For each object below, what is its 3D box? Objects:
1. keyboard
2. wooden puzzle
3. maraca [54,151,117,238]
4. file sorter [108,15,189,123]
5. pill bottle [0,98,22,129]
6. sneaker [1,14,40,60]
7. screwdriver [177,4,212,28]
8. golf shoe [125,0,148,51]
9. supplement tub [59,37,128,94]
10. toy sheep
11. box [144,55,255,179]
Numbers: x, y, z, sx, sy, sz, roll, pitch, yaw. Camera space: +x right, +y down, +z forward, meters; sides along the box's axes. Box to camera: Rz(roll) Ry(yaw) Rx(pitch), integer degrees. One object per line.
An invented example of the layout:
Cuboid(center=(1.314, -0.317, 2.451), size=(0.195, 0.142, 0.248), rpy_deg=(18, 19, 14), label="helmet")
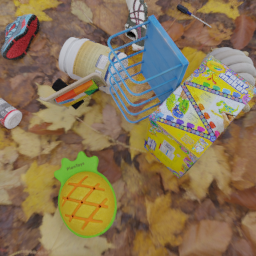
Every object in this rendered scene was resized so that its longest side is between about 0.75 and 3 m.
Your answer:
Cuboid(center=(-2.121, -1.141, 9.663), size=(0.614, 0.234, 1.181), rpy_deg=(-42, 109, 10), label="keyboard")
Cuboid(center=(-1.557, -1.071, 8.612), size=(1.873, 1.732, 0.349), rpy_deg=(-23, 88, 2), label="wooden puzzle")
Cuboid(center=(-1.346, 2.028, 8.645), size=(1.784, 1.392, 2.603), rpy_deg=(-20, 74, -3), label="maraca")
Cuboid(center=(0.387, -1.523, 8.263), size=(1.571, 2.561, 1.777), rpy_deg=(-26, 70, -12), label="file sorter")
Cuboid(center=(-4.523, -0.609, 10.016), size=(1.315, 0.728, 0.728), rpy_deg=(33, 73, 12), label="pill bottle")
Cuboid(center=(-4.466, -3.625, 11.227), size=(1.080, 0.896, 2.260), rpy_deg=(14, 63, 20), label="sneaker")
Cuboid(center=(2.803, -4.742, 11.832), size=(1.771, 0.258, 0.247), rpy_deg=(37, 75, 17), label="screwdriver")
Cuboid(center=(0.316, -4.384, 11.319), size=(1.216, 1.066, 2.761), rpy_deg=(-22, 70, 0), label="golf shoe")
Cuboid(center=(-1.244, -2.296, 10.203), size=(2.165, 1.563, 1.563), rpy_deg=(24, 71, 8), label="supplement tub")
Cuboid(center=(3.583, -1.764, 9.864), size=(2.011, 2.011, 2.917), rpy_deg=(-15, 53, -6), label="toy sheep")
Cuboid(center=(2.056, -0.180, 8.724), size=(1.710, 2.803, 2.700), rpy_deg=(42, 74, 14), label="box")
